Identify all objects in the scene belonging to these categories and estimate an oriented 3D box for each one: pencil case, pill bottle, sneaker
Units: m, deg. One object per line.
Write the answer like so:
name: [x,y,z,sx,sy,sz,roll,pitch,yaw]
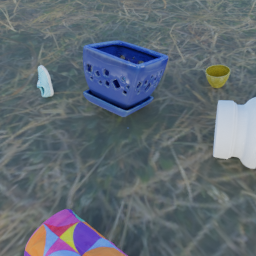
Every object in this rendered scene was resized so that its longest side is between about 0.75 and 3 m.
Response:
pencil case: [-0.356,2.547,4.459,2.896,1.280,1.280,30,51,28]
pill bottle: [3.572,0.167,6.491,2.983,1.726,1.726,6,44,15]
sneaker: [-2.683,-1.458,8.816,0.373,1.008,0.413,-11,10,43]

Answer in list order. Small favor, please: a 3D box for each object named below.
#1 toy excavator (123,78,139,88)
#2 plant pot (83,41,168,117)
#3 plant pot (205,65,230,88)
toy excavator: [0.049,-1.372,8.078,0.492,0.984,0.957,-34,62,1]
plant pot: [-0.151,-1.422,8.079,1.848,1.662,1.848,26,32,23]
plant pot: [2.967,-1.665,9.300,0.772,0.548,0.772,-7,41,6]
